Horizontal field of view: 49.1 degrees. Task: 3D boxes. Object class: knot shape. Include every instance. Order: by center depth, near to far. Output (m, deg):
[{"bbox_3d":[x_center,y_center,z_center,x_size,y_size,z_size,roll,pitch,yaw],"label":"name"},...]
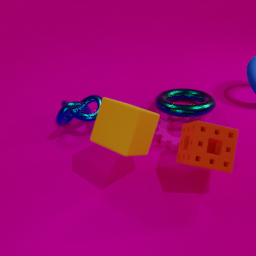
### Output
[{"bbox_3d":[-1.573,-0.509,8.462,1.545,0.714,1.445,0,18,38],"label":"knot shape"}]

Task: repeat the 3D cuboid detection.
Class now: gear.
[{"bbox_3d":[1.500,0.136,8.469,1.395,0.258,1.395,0,41,0],"label":"gear"}]

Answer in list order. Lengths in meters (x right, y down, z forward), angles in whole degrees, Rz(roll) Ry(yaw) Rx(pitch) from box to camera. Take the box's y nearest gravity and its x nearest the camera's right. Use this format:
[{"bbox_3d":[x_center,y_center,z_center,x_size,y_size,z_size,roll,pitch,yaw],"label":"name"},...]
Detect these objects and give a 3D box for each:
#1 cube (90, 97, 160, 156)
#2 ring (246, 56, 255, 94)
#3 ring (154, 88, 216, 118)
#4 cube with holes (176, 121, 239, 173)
[{"bbox_3d":[-0.060,-0.015,6.973,1.116,1.116,1.116,21,7,29],"label":"cube"},{"bbox_3d":[4.825,-1.715,9.755,1.773,0.355,1.773,9,70,-25],"label":"ring"},{"bbox_3d":[1.857,-0.860,9.181,1.982,0.396,1.982,-1,26,1],"label":"ring"},{"bbox_3d":[1.931,0.473,6.970,1.034,1.034,1.034,12,84,-7],"label":"cube with holes"}]
